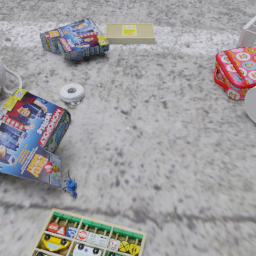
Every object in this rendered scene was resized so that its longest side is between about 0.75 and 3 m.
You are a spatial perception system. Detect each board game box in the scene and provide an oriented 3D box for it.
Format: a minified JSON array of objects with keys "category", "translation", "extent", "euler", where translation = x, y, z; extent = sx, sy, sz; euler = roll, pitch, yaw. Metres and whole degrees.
[{"category":"board game box","translation":[-2.820,-4.365,14.322],"extent":[2.974,0.918,2.976],"euler":[-18,49,-15]},{"category":"board game box","translation":[-3.004,0.533,8.829],"extent":[2.843,0.877,2.845],"euler":[25,79,17]}]

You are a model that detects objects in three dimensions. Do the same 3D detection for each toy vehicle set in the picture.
[{"category":"toy vehicle set","translation":[0.084,-5.272,15.562],"extent":[2.727,0.362,1.695],"euler":[0,46,0]},{"category":"toy vehicle set","translation":[-1.066,3.307,7.414],"extent":[2.823,0.374,1.754],"euler":[11,47,10]}]

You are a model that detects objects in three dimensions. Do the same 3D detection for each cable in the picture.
[{"category":"cable","translation":[-2.393,-1.490,11.970],"extent":[1.060,0.367,1.060],"euler":[15,48,14]}]

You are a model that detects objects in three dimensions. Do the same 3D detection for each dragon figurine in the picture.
[{"category":"dragon figurine","translation":[-1.778,1.787,8.865],"extent":[0.479,0.284,0.964],"euler":[-5,48,8]}]

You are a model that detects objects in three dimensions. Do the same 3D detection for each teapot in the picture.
[{"category":"teapot","translation":[-6.019,-1.875,11.423],"extent":[2.418,2.386,1.766],"euler":[-21,84,9]}]

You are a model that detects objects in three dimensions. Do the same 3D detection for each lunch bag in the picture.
[{"category":"lunch bag","translation":[4.952,-2.434,12.438],"extent":[2.346,1.091,2.664],"euler":[-9,49,-2]}]

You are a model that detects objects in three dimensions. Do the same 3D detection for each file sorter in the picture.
[{"category":"file sorter","translation":[6.558,-4.200,13.520],"extent":[1.699,1.893,2.729],"euler":[32,55,23]}]

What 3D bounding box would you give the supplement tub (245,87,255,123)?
[{"category":"supplement tub","translation":[5.907,-1.117,10.706],"extent":[2.333,1.696,1.696],"euler":[-16,48,-14]}]
